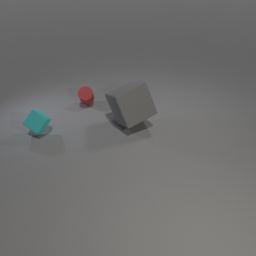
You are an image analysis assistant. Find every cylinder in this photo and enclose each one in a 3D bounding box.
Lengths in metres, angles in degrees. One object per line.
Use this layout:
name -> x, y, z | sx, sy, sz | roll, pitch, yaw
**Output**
cylinder -> -1.980, -1.538, 13.266 | 0.700, 0.700, 0.700 | -1, -10, -2

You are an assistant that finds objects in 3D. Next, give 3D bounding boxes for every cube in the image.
cube -> -3.568, -0.261, 11.038 | 0.700, 0.700, 0.700 | 35, 2, -3
cube -> 0.108, -0.996, 11.405 | 1.400, 1.400, 1.400 | -28, 19, -14
